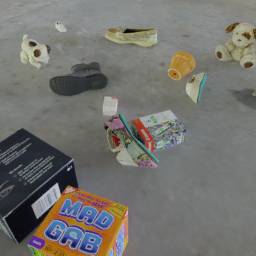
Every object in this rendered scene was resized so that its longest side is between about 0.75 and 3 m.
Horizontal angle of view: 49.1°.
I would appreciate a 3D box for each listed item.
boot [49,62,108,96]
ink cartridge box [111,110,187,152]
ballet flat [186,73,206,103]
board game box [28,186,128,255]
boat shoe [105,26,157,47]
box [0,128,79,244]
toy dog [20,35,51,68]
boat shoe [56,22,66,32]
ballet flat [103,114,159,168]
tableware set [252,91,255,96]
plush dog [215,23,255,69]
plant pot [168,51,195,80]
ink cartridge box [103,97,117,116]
[{"bbox_3d":[-2.101,-2.052,11.352,2.363,0.825,1.555,-7,38,-24],"label":"boot"},{"bbox_3d":[0.641,0.183,8.878,2.138,0.538,1.165,-15,44,-16],"label":"ink cartridge box"},{"bbox_3d":[2.566,-1.567,10.810,0.699,0.699,2.013,14,36,15],"label":"ballet flat"},{"bbox_3d":[-0.898,2.347,5.763,1.413,1.414,1.413,15,44,17],"label":"board game box"},{"bbox_3d":[0.156,-4.838,14.312,2.795,0.876,1.024,12,43,13],"label":"boat shoe"},{"bbox_3d":[-2.718,1.325,7.066,2.074,1.218,2.040,26,48,27],"label":"box"},{"bbox_3d":[-3.985,-3.386,12.355,1.433,1.390,1.000,24,38,37],"label":"toy dog"},{"bbox_3d":[-3.777,-5.693,15.678,0.361,0.356,1.019,-23,46,-24],"label":"boat shoe"},{"bbox_3d":[-0.050,0.505,8.347,0.922,0.896,2.592,-37,44,-1],"label":"ballet flat"},{"bbox_3d":[6.174,-1.709,11.068,1.582,0.480,2.393,31,50,30],"label":"tableware set"},{"bbox_3d":[5.166,-3.855,12.580,1.970,1.692,1.581,30,50,30],"label":"plush dog"},{"bbox_3d":[2.157,-2.525,11.724,1.002,1.002,0.917,25,63,26],"label":"plant pot"},{"bbox_3d":[-0.650,-0.802,10.199,0.481,0.279,0.826,1,41,1],"label":"ink cartridge box"}]
